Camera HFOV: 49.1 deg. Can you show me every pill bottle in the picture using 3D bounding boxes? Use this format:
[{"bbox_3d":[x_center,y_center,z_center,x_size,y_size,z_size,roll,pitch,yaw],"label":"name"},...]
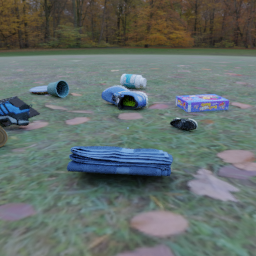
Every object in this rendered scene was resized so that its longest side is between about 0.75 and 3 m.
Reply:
[{"bbox_3d":[0.375,-3.024,18.235,1.601,0.887,0.887,11,22,28],"label":"pill bottle"}]

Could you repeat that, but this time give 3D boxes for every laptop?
[{"bbox_3d":[-5.410,-0.540,12.051,2.140,1.240,2.004,-23,6,28],"label":"laptop"}]

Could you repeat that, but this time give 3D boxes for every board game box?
[{"bbox_3d":[3.538,-1.220,13.504,2.091,0.468,1.406,-4,19,-11],"label":"board game box"}]

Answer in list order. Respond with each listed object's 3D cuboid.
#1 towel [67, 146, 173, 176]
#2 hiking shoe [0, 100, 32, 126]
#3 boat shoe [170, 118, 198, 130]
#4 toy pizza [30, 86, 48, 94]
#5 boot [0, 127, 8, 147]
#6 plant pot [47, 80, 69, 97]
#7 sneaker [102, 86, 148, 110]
[{"bbox_3d":[-0.155,0.758,6.848,2.420,0.587,1.351,2,0,5],"label":"towel"},{"bbox_3d":[-4.666,-0.636,10.458,2.038,0.884,0.758,10,-5,-9],"label":"hiking shoe"},{"bbox_3d":[2.019,-0.139,10.356,0.393,0.443,1.184,-14,22,-33],"label":"boat shoe"},{"bbox_3d":[-5.109,-2.300,16.994,1.633,0.259,1.633,-2,19,1],"label":"toy pizza"},{"bbox_3d":[-5.109,0.003,9.218,2.407,0.887,1.862,20,-7,-16],"label":"boot"},{"bbox_3d":[-4.026,-2.211,15.885,0.946,0.966,0.966,4,17,35],"label":"plant pot"},{"bbox_3d":[-0.321,-1.455,13.452,2.484,0.976,1.107,12,20,32],"label":"sneaker"}]
